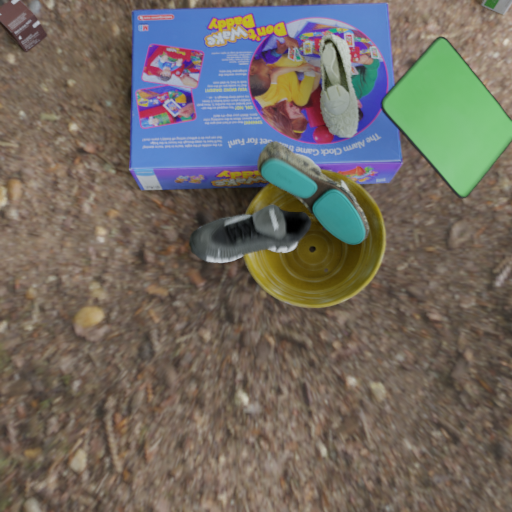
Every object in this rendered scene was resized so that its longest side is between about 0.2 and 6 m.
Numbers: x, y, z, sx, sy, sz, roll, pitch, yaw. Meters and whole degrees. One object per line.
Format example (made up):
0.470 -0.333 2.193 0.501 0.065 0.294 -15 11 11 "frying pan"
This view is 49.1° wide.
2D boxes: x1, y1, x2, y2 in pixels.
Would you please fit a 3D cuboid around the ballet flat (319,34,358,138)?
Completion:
1.332 -2.946 9.627 0.670 0.670 1.866 -6 79 -1 "ballet flat"

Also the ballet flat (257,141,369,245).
1.033 -1.151 9.386 2.326 0.789 0.876 35 42 -18 "ballet flat"

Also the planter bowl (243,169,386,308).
0.995 -0.217 9.949 2.449 1.020 2.449 -1 76 6 "planter bowl"

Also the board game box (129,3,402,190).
0.120 -2.981 10.559 4.790 1.072 3.221 -1 77 0 "board game box"

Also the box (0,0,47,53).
-4.671 -4.583 11.119 0.594 0.715 0.587 -43 81 -8 "box"

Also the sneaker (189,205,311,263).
-0.014 -0.432 9.141 2.218 1.004 0.737 -7 71 -34 "sneaker"

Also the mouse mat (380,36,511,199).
2.936 -2.067 8.395 2.007 0.076 1.615 45 77 -14 "mouse mat"

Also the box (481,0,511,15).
5.015 -5.393 11.348 0.534 0.621 0.624 26 79 6 "box"
